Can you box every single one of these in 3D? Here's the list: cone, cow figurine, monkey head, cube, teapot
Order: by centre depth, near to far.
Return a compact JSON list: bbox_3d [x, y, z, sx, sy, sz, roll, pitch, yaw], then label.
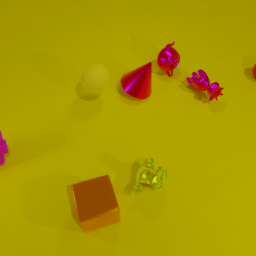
[{"bbox_3d":[-0.797,1.921,7.095,0.979,0.979,0.979,-15,57,-10],"label":"cube"},{"bbox_3d":[0.538,1.220,7.551,0.818,0.977,1.358,-1,38,42],"label":"monkey head"},{"bbox_3d":[0.513,-1.776,9.224,1.181,1.185,1.181,13,53,-18],"label":"cone"},{"bbox_3d":[2.587,-1.412,9.401,0.638,1.162,1.143,-44,98,-2],"label":"cow figurine"},{"bbox_3d":[1.461,-2.428,9.769,0.867,1.395,0.683,-28,44,-25],"label":"teapot"}]

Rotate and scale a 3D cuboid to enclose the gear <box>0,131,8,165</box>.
[{"bbox_3d":[-4.240,0.638,7.312,1.980,1.980,0.366,-20,53,-13],"label":"gear"}]

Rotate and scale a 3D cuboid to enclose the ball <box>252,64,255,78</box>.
[{"bbox_3d":[4.781,-2.035,9.887,0.726,0.726,0.726,0,56,0],"label":"ball"}]

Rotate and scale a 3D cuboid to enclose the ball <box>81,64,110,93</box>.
[{"bbox_3d":[-1.031,-1.564,8.829,0.911,0.911,0.911,0,56,0],"label":"ball"}]
